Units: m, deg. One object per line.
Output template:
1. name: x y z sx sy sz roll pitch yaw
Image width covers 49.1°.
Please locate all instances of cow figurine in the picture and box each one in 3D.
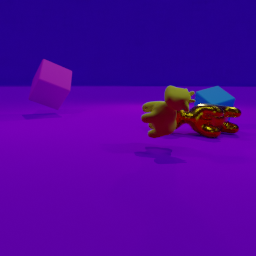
1. cow figurine: 1.677 -0.263 6.820 1.623 0.891 1.597 -5 14 -37
2. cow figurine: 0.752 -0.272 5.080 1.001 1.017 0.558 -9 44 17

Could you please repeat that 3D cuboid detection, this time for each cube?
1. cube: 2.382 -0.605 7.845 0.764 0.764 0.764 -16 41 -17
2. cube: -2.993 -1.663 10.856 1.205 1.205 1.205 20 44 -27
